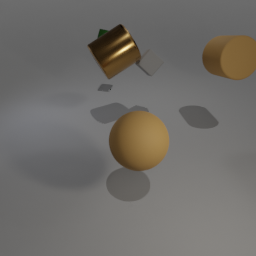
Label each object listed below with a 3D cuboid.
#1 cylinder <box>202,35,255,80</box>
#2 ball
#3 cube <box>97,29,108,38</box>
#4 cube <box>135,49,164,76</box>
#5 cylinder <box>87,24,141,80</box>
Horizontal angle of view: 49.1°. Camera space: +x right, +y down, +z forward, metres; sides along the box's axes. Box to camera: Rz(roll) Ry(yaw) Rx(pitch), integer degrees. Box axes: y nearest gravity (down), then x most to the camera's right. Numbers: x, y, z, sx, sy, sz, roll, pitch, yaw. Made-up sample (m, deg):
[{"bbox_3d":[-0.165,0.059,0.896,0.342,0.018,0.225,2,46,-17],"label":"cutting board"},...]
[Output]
[{"bbox_3d":[3.470,-2.424,9.557,1.400,1.400,1.400,-6,19,-9],"label":"cylinder"},{"bbox_3d":[0.254,0.298,6.533,1.400,1.400,1.400,0,32,0],"label":"ball"},{"bbox_3d":[-0.964,-3.926,12.594,0.700,0.700,0.700,14,-3,6],"label":"cube"},{"bbox_3d":[0.781,-2.417,10.365,0.700,0.700,0.700,40,6,-15],"label":"cube"},{"bbox_3d":[-0.478,-2.647,9.800,1.400,1.400,1.400,-33,36,0],"label":"cylinder"}]
